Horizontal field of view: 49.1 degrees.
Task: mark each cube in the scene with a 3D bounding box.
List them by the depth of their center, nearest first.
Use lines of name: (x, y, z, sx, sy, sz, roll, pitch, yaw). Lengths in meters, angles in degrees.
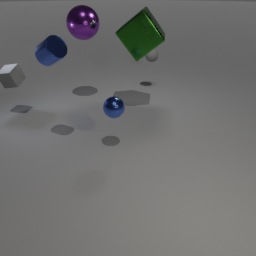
cube: (0.544, -3.807, 11.299, 1.400, 1.400, 1.400, -32, 19, 23)
cube: (-4.764, -2.114, 11.416, 0.700, 0.700, 0.700, -1, 44, 20)

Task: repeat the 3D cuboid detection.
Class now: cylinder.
cylinder: (-2.240, -2.241, 8.157, 0.700, 0.700, 0.700, -14, 12, 45)

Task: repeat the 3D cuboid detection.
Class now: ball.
ball: (-0.450, -0.661, 8.959, 0.700, 0.700, 0.700, 0, 28, 0)
ball: (-1.910, -4.463, 11.896, 1.400, 1.400, 1.400, 0, 28, 0)
ball: (1.244, -3.790, 14.580, 0.700, 0.700, 0.700, 0, 28, 0)
